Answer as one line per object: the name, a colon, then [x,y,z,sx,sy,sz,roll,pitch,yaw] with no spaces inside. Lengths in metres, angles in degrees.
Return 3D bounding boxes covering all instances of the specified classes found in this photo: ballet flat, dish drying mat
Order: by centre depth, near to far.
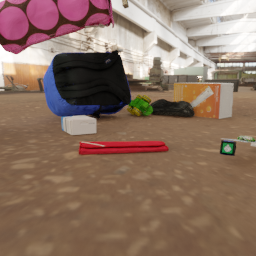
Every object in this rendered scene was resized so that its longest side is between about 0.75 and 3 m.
dish drying mat: [-0.110,0.379,5.878,1.808,0.165,0.694,-2,8,-8]
ballet flat: [1.732,-0.771,12.112,0.863,0.738,2.596,-51,30,-17]

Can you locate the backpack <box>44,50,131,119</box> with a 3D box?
backpack: [-1.744,-1.477,10.899,2.966,2.410,2.489,-8,-16,-36]

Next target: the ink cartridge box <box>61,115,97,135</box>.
ink cartridge box: [-1.410,-0.093,7.969,0.741,0.428,1.015,-5,10,-26]

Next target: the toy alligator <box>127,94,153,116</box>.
toy alligator: [0.433,-0.931,12.404,0.773,0.845,2.849,41,-8,-22]

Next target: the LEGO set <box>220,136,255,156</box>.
LEGO set: [2.677,0.525,4.682,2.532,0.621,1.891,5,2,-38]

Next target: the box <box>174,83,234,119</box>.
box: [3.119,-1.200,11.801,1.092,1.393,2.240,-9,13,-43]

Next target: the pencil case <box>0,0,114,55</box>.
pencil case: [-1.793,-2.673,6.714,2.887,1.352,1.310,-17,7,5]

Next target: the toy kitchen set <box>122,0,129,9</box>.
toy kitchen set: [0.200,-4.688,9.845,0.886,0.710,0.522,-14,0,19]
